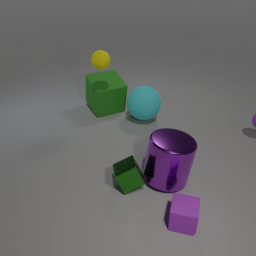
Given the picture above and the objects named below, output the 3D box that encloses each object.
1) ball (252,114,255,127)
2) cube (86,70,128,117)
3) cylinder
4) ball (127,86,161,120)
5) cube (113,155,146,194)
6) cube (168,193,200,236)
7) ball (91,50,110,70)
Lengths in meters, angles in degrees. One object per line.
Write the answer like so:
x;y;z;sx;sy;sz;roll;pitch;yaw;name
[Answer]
4.987;-0.285;10.378;0.700;0.700;0.700;0;32;0;ball
-0.983;-1.546;12.393;1.400;1.400;1.400;-15;47;-23;cube
1.236;0.933;8.419;1.400;1.400;1.400;6;29;-3;cylinder
0.662;-1.032;11.565;1.400;1.400;1.400;0;32;0;ball
0.024;1.361;8.286;0.700;0.700;0.700;-26;23;3;cube
1.446;2.212;7.218;0.700;0.700;0.700;8;33;13;cube
-1.008;-2.512;10.346;0.700;0.700;0.700;0;32;0;ball
